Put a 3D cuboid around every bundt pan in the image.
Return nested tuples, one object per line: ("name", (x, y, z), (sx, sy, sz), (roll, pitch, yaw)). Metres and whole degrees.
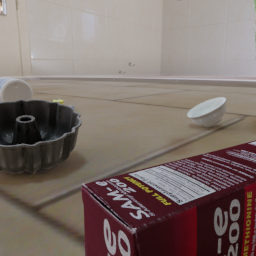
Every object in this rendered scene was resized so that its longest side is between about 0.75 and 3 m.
("bundt pan", (-1.797, 0.153, 5.014), (1.943, 0.729, 1.943), (3, 26, -2))

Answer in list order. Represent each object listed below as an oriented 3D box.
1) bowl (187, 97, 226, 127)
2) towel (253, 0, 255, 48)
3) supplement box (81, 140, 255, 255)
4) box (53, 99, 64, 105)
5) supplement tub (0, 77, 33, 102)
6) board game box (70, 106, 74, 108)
("bowl", (2.335, -0.388, 8.043), (1.165, 0.523, 1.165), (-26, 14, 7))
("towel", (3.600, -2.503, 7.498), (0.357, 2.325, 1.735), (-4, 38, 23))
("supplement box", (0.689, 0.769, 2.083), (1.987, 1.081, 0.605), (-9, 16, -32))
("box", (-2.968, -1.055, 11.938), (0.434, 0.289, 1.154), (-3, 14, -12))
("supplement tub", (-4.808, -1.455, 11.569), (1.244, 1.244, 1.886), (-9, 16, -36))
("board game box", (-2.730, -0.747, 10.795), (1.031, 0.189, 0.780), (7, 14, 25))
